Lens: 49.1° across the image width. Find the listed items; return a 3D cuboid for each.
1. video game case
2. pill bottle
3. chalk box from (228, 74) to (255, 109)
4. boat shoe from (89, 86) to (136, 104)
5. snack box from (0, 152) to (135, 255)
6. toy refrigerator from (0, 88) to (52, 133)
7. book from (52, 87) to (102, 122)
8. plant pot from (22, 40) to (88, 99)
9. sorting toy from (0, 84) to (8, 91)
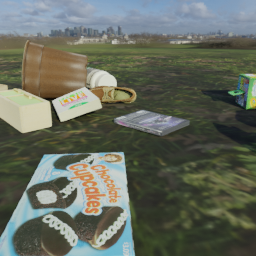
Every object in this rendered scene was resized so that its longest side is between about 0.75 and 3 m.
[{"bbox_3d":[0.713,-0.201,8.750,1.942,0.184,1.387,17,26,42],"label":"video game case"},{"bbox_3d":[-1.407,-2.141,12.946,1.104,1.104,1.952,-12,24,-31],"label":"pill bottle"},{"bbox_3d":[4.910,-1.427,10.744,1.946,1.205,1.211,1,19,0],"label":"chalk box"},{"bbox_3d":[-0.648,-1.340,10.942,1.957,0.740,0.723,-1,0,1],"label":"boat shoe"},{"bbox_3d":[-0.796,1.180,4.388,1.613,0.515,2.776,-1,19,-4],"label":"snack box"},{"bbox_3d":[-3.495,-0.673,9.087,0.962,0.886,2.534,-16,24,-37],"label":"toy refrigerator"},{"bbox_3d":[-1.844,-0.819,9.745,1.390,0.500,2.081,-21,23,-14],"label":"book"},{"bbox_3d":[-2.960,-2.215,11.680,2.418,2.442,2.442,5,18,-12],"label":"plant pot"},{"bbox_3d":[-6.191,-1.151,10.551,2.315,0.810,2.329,12,23,32],"label":"sorting toy"}]
